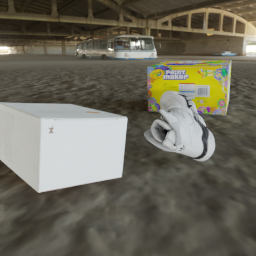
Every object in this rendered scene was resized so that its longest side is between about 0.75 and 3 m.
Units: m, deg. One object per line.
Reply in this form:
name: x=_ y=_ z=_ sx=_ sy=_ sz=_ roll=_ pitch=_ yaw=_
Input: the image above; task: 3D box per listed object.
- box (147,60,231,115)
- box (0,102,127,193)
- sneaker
box: x=2.546 y=-1.729 z=11.248 sx=2.882 sy=1.758 sz=2.776 roll=4 pitch=18 yaw=20
box: x=-1.353 y=0.202 z=5.389 sx=1.665 sy=1.163 sz=2.187 roll=-2 pitch=12 yaw=-39
sneaker: x=0.974 y=-0.223 z=6.406 sx=1.283 sy=0.839 sz=2.233 roll=12 pitch=36 yaw=-31
